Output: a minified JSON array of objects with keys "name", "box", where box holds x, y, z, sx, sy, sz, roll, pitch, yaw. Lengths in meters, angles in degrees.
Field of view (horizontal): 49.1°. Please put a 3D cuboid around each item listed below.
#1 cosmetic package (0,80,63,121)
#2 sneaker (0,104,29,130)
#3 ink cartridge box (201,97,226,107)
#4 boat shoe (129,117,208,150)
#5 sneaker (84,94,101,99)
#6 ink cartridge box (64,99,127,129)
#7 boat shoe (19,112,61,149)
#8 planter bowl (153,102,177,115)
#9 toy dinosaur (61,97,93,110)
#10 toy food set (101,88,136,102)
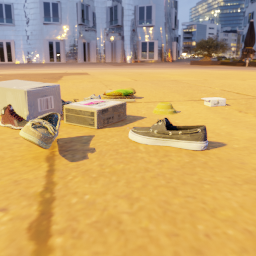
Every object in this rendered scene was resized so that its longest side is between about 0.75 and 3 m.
[{"name":"cosmetic package","box":[-3.904,-1.075,10.369,2.820,1.272,1.506,14,23,34]},{"name":"sneaker","box":[-3.508,-0.368,8.618,1.247,0.720,0.472,7,16,25]},{"name":"ink cartridge box","box":[3.772,-1.154,12.424,0.944,0.318,0.553,-4,15,-15]},{"name":"boat shoe","box":[0.971,0.071,7.014,2.053,0.680,0.718,9,17,30]},{"name":"sneaker","box":[-1.715,-1.469,13.542,0.861,0.367,0.332,-1,15,-2]},{"name":"ink cartridge box","box":[-1.064,-0.527,9.393,1.409,0.642,1.710,10,19,30]},{"name":"boat shoe","box":[-1.894,-0.013,6.393,0.726,0.627,1.991,30,3,-6]},{"name":"planter bowl","box":[1.438,-0.792,10.904,0.949,0.395,0.949,1,14,0]},{"name":"toy dinosaur","box":[-2.681,-0.950,11.204,2.483,0.589,1.094,-1,0,-2]},{"name":"toy food set","box":[-0.504,-1.860,14.679,1.852,0.538,2.682,-1,15,-3]}]
